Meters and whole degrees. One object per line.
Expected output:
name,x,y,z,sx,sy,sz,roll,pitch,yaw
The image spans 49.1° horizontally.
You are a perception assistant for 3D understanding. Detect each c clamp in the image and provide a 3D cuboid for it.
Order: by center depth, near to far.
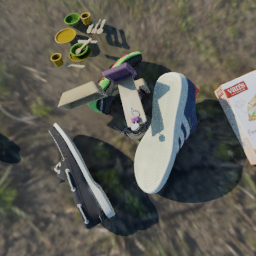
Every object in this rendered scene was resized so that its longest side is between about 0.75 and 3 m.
c clamp,0.169,-0.081,7.004,0.827,0.112,0.707,-43,75,-8

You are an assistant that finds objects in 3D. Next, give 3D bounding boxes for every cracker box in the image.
cracker box,3.238,-0.323,6.805,1.392,0.600,2.079,-24,82,-5

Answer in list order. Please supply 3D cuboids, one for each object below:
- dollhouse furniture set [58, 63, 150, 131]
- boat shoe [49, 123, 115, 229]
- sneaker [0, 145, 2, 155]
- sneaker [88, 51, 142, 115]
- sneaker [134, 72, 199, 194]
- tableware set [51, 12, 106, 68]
dollhouse furniture set,-0.441,-0.351,6.403,1.858,1.473,1.319,-18,79,17
boat shoe,-1.248,1.091,6.458,0.763,0.934,2.529,-31,88,-7
sneaker,-3.613,0.304,6.730,1.256,0.570,0.477,38,87,5
sneaker,-0.224,-1.117,7.007,0.786,0.720,1.876,39,83,-15
sneaker,1.049,0.191,6.589,1.055,1.190,2.816,24,101,44
tableware set,-1.353,-2.250,6.971,1.229,0.280,1.824,9,61,17
